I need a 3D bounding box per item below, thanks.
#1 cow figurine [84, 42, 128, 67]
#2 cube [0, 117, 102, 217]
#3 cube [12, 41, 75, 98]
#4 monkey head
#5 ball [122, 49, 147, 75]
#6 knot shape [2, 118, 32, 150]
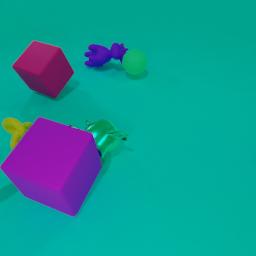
[{"bbox_3d":[-0.838,-2.830,10.938,1.533,0.855,1.558,-2,-4,-21],"label":"cow figurine"},{"bbox_3d":[-1.551,0.843,6.099,1.390,1.390,1.390,16,56,16],"label":"cube"},{"bbox_3d":[-2.766,-1.936,9.294,1.218,1.218,1.218,20,67,24],"label":"cube"},{"bbox_3d":[-0.853,0.143,7.277,1.791,1.288,1.079,19,62,47],"label":"monkey head"},{"bbox_3d":[0.247,-2.431,10.327,0.909,0.909,0.909,0,40,0],"label":"ball"},{"bbox_3d":[-2.721,0.190,7.153,0.570,1.153,1.233,-33,32,0],"label":"knot shape"}]
